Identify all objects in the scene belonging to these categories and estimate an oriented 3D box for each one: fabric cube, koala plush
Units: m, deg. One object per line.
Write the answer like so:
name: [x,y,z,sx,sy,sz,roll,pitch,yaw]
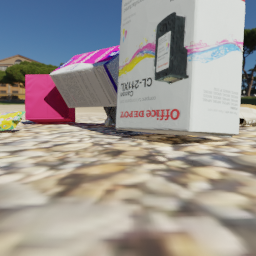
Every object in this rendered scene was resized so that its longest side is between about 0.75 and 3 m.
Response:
fabric cube: [-2.636,-0.968,9.750,1.483,1.478,1.455,-1,-5,-2]
koala plush: [-0.303,-0.491,8.716,1.042,1.080,1.176,-4,39,-9]

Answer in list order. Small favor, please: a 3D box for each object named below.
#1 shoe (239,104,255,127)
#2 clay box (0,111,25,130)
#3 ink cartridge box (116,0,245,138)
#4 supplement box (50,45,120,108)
shoe: [2.936,-0.333,7.901,2.223,0.593,0.777,14,-24,-2]
clay box: [-2.789,-0.141,6.156,0.991,0.236,0.569,-5,24,0]
ink cartridge box: [0.791,-1.225,4.735,1.112,2.685,1.957,4,-2,-35]
supplement box: [-0.841,-1.390,7.852,2.420,1.251,1.225,0,38,42]
